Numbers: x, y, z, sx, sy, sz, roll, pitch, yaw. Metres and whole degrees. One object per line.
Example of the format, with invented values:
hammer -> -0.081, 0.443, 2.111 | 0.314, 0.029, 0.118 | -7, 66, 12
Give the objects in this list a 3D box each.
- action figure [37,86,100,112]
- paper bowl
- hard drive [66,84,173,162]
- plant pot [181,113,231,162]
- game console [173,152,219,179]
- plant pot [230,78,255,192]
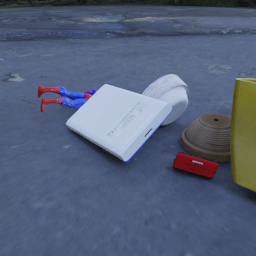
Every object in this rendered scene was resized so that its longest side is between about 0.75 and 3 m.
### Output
action figure -> -1.347, -0.839, 8.550 | 2.659, 0.687, 0.870 | -3, 49, -29
paper bowl -> 1.054, -0.677, 7.806 | 1.520, 1.520, 0.791 | -19, 58, -31
hard drive -> -0.341, -0.267, 7.158 | 1.687, 0.324, 2.557 | -47, 40, -16
plant pot -> 2.173, 0.109, 7.095 | 1.593, 0.735, 1.593 | 1, 27, 0
game console -> 1.438, 0.718, 5.991 | 0.864, 0.745, 0.513 | 15, 44, 8
plant pot -> 3.152, 0.269, 5.223 | 2.217, 1.956, 2.217 | 22, 20, 35
